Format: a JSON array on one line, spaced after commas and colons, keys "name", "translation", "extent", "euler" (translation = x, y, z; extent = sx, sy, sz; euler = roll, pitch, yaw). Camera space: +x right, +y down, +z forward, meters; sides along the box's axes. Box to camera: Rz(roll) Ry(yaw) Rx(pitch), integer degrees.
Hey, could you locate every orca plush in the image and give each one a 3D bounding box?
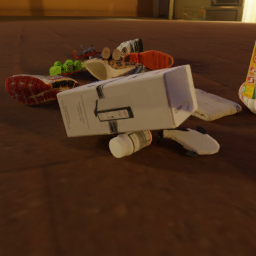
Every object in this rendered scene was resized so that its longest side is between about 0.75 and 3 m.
[{"name": "orca plush", "translation": [1.348, 0.353, 6.323], "extent": [1.367, 0.486, 0.719], "euler": [2, 69, 14]}]

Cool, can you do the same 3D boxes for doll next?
[{"name": "doll", "translation": [-0.926, -2.815, 11.853], "extent": [1.435, 0.510, 2.104], "euler": [6, -6, -11]}]

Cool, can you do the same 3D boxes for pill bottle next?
[{"name": "pill bottle", "translation": [3.892, -0.873, 8.300], "extent": [0.812, 0.812, 1.448], "euler": [2, 25, 3]}, {"name": "pill bottle", "translation": [0.055, 0.300, 6.140], "extent": [0.889, 0.506, 0.506], "euler": [-23, 33, -39]}]

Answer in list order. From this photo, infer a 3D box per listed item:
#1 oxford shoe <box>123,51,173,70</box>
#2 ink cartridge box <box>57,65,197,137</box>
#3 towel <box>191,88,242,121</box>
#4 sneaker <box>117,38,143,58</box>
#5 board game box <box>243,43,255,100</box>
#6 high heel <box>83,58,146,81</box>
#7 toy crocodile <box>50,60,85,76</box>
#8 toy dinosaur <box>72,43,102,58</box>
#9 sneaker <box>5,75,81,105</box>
[{"name": "oxford shoe", "translation": [1.045, -3.357, 13.617], "extent": [2.472, 0.881, 0.901], "euler": [10, 22, 22]}, {"name": "ink cartridge box", "translation": [0.053, -0.645, 6.529], "extent": [2.644, 1.115, 1.930], "euler": [-6, 14, 28]}, {"name": "towel", "translation": [2.201, -0.741, 8.588], "extent": [1.369, 0.356, 2.066], "euler": [-16, 30, -27]}, {"name": "sneaker", "translation": [0.125, -4.331, 15.330], "extent": [1.230, 1.030, 2.779], "euler": [-4, 10, 17]}, {"name": "board game box", "translation": [2.945, -0.947, 4.310], "extent": [2.256, 1.078, 0.338], "euler": [0, 22, -15]}, {"name": "high heel", "translation": [-0.508, -2.528, 11.754], "extent": [2.461, 0.879, 1.754], "euler": [19, 31, 13]}, {"name": "toy crocodile", "translation": [-2.656, -2.674, 12.523], "extent": [0.696, 0.637, 2.062], "euler": [11, 22, 24]}, {"name": "toy dinosaur", "translation": [-2.406, -4.288, 15.885], "extent": [1.519, 0.798, 1.378], "euler": [26, 52, 26]}, {"name": "sneaker", "translation": [-2.762, -1.296, 9.278], "extent": [2.412, 0.939, 0.991], "euler": [3, 19, -15]}]
